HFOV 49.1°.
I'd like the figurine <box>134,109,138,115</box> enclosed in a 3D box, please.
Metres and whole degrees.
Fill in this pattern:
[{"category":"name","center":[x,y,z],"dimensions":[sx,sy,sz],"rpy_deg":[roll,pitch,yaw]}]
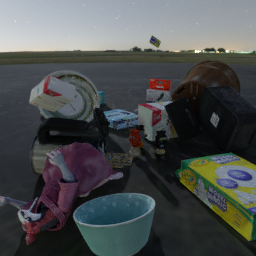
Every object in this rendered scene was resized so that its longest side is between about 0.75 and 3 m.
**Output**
[{"category":"figurine","center":[0.945,-0.737,13.534],"dimensions":[1.300,0.574,1.333],"rpy_deg":[-6,17,-5]}]

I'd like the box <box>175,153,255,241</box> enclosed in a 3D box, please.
[{"category":"box","center":[2.467,1.319,6.561],"dimensions":[1.668,0.687,2.842],"rpy_deg":[-6,17,-21]}]

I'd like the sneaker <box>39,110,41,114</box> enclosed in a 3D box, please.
[{"category":"sneaker","center":[-3.298,-1.264,13.602],"dimensions":[2.490,1.438,0.942],"rpy_deg":[9,19,26]}]

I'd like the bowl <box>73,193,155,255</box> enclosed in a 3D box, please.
[{"category":"bowl","center":[-0.180,1.714,4.855],"dimensions":[1.417,0.741,1.417],"rpy_deg":[-8,6,1]}]

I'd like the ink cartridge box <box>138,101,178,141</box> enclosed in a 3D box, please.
[{"category":"ink cartridge box","center":[1.359,-0.311,10.897],"dimensions":[1.654,1.202,1.196],"rpy_deg":[-8,19,-25]}]

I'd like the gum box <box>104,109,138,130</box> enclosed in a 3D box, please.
[{"category":"gum box","center":[-0.457,-0.425,12.690],"dimensions":[1.458,0.382,1.716],"rpy_deg":[-14,22,-38]}]

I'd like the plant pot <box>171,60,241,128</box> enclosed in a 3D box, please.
[{"category":"plant pot","center":[3.319,-1.405,12.515],"dimensions":[2.720,2.720,2.692],"rpy_deg":[10,28,30]}]

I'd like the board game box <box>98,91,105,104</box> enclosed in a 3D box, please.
[{"category":"board game box","center":[-2.877,-1.584,15.651],"dimensions":[2.263,0.703,2.997],"rpy_deg":[5,15,15]}]

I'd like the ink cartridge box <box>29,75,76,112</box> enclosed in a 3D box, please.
[{"category":"ink cartridge box","center":[-2.591,-1.144,9.599],"dimensions":[1.029,0.597,1.394],"rpy_deg":[21,-27,-38]}]

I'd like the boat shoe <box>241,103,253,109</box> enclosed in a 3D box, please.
[{"category":"boat shoe","center":[6.289,-1.212,15.298],"dimensions":[1.169,0.348,0.420],"rpy_deg":[0,17,-1]}]

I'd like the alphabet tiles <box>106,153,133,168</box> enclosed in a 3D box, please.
[{"category":"alphabet tiles","center":[-0.486,0.987,8.688],"dimensions":[1.244,0.039,1.035],"rpy_deg":[2,18,7]}]

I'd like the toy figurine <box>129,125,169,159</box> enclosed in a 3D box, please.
[{"category":"toy figurine","center":[0.701,0.436,9.175],"dimensions":[1.292,0.899,1.272],"rpy_deg":[2,11,9]}]

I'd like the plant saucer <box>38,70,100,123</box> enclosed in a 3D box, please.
[{"category":"plant saucer","center":[-2.640,-1.204,12.423],"dimensions":[2.755,2.755,0.692],"rpy_deg":[-7,-17,-22]}]

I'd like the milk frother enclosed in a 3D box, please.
[{"category":"milk frother","center":[-1.509,0.354,7.890],"dimensions":[1.816,1.742,1.931],"rpy_deg":[3,16,7]}]

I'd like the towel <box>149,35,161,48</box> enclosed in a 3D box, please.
[{"category":"towel","center":[1.252,-3.983,12.964],"dimensions":[0.542,0.086,0.754],"rpy_deg":[34,-6,-1]}]

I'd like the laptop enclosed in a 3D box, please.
[{"category":"laptop","center":[2.142,-0.333,10.781],"dimensions":[1.636,1.532,0.948],"rpy_deg":[-25,-2,-24]}]

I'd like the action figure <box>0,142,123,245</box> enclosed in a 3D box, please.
[{"category":"action figure","center":[-1.443,1.418,5.945],"dimensions":[1.722,1.915,2.571],"rpy_deg":[-30,22,27]}]

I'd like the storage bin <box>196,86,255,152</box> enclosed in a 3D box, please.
[{"category":"storage bin","center":[3.403,-0.360,9.743],"dimensions":[1.019,1.469,2.173],"rpy_deg":[-4,38,-16]}]

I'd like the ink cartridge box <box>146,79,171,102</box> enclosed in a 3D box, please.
[{"category":"ink cartridge box","center":[1.846,-2.263,17.017],"dimensions":[1.546,1.342,0.337],"rpy_deg":[13,22,36]}]
